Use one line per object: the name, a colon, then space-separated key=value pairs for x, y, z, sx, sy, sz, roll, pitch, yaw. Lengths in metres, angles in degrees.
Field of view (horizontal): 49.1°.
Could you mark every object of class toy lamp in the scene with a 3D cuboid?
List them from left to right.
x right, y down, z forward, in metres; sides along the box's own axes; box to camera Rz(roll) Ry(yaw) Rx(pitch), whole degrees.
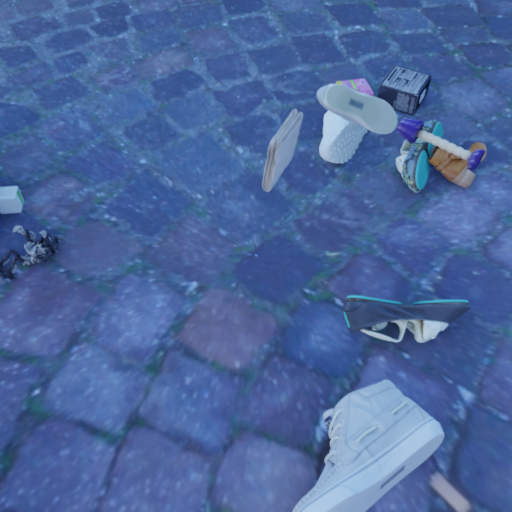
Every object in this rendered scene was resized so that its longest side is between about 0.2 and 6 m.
toy lamp: x=3.734 y=-2.324 z=11.484 sx=1.784 sy=0.519 sz=0.519 roll=32 pitch=57 yaw=22

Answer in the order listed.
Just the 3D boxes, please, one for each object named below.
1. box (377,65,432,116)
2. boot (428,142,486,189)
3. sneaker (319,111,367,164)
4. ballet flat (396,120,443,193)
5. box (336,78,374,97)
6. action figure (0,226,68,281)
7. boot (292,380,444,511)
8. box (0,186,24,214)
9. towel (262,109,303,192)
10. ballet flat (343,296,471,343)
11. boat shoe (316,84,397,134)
box: x=3.944 y=-4.436 z=14.982 sx=1.085 sy=0.674 sz=1.093 roll=25 pitch=55 yaw=19
boot: x=4.708 y=-2.384 z=13.198 sx=1.144 sy=0.565 sz=1.473 roll=33 pitch=68 yaw=-3
sneaker: x=2.051 y=-3.114 z=13.855 sx=1.014 sy=0.962 sz=2.518 roll=17 pitch=46 yaw=24
ballet flat: x=3.772 y=-2.328 z=13.300 sx=0.891 sy=0.891 sz=2.400 roll=21 pitch=52 yaw=16
box: x=2.632 y=-4.379 z=15.115 sx=0.835 sy=0.404 sz=0.734 roll=-10 pitch=51 yaw=-7
action figure: x=-4.638 y=-0.143 z=11.416 sx=1.501 sy=0.766 sz=0.892 roll=-37 pitch=49 yaw=-24
boot: x=1.429 y=3.072 z=8.706 sx=2.938 sy=1.080 sz=1.404 roll=-23 pitch=47 yaw=-27
box: x=-5.513 y=-1.246 z=12.490 sx=0.472 sy=0.469 sz=0.404 roll=-4 pitch=51 yaw=-3
towel: x=0.517 y=-2.044 z=11.007 sx=0.268 sy=1.557 sz=1.032 roll=30 pitch=64 yaw=9
ballet flat: x=2.782 y=1.193 z=10.357 sx=2.408 sy=0.880 sz=0.880 roll=3 pitch=50 yaw=-6
boat shoe: x=1.944 y=-2.877 z=10.837 sx=1.739 sy=0.607 sz=0.619 roll=18 pitch=13 yaw=-25
